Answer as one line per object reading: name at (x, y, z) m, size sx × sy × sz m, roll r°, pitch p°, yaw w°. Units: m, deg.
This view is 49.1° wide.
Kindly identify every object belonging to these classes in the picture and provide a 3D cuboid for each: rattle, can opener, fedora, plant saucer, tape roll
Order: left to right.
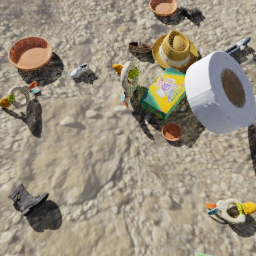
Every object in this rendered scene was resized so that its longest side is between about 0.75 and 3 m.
rattle at (-4.503, -1.349, 11.728) m, size 0.933 × 1.023 × 1.432 m, roll 40°, pitch 48°, yaw -15°
plant saucer at (-4.375, -3.329, 12.683) m, size 1.949 × 0.365 × 1.949 m, roll 0°, pitch 62°, yaw -1°
rattle at (-0.340, -1.816, 11.676) m, size 1.338 × 1.219 × 1.873 m, roll 13°, pitch 83°, yaw 14°
plant saucer at (1.782, -6.170, 14.231) m, size 1.423 × 0.266 × 1.423 m, roll 0°, pitch 62°, yaw 1°
plant saucer at (1.712, 0.168, 10.979) m, size 0.781 × 0.126 × 0.781 m, roll 0°, pitch 62°, yaw -1°
fedora at (2.150, -3.615, 12.495) m, size 2.216 × 0.904 × 2.216 m, roll 1°, pitch 63°, yaw -1°
tape roll at (3.338, -1.236, 9.969) m, size 2.868 × 1.003 × 2.868 m, roll 16°, pitch 64°, yaw -35°
rattle at (3.346, 2.671, 9.241) m, size 1.332 × 0.951 × 0.867 m, roll 18°, pitch 81°, yaw 3°
can opener at (4.985, -3.735, 12.808) m, size 1.527 × 0.511 × 0.407 m, roll -32°, pitch 67°, yaw -15°

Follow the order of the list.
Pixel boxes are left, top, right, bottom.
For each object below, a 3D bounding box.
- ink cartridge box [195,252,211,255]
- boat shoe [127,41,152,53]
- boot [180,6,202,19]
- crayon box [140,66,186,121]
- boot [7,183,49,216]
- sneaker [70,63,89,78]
ink cartridge box at (2.400, 5.113, 8.000) m, size 1.368 × 0.782 × 2.636 m, roll 10°, pitch 63°, yaw 5°
boat shoe at (0.547, -3.745, 12.864) m, size 1.170 × 0.420 × 0.443 m, roll -2°, pitch 62°, yaw -1°
boot at (3.164, -5.908, 14.104) m, size 0.828 × 0.329 × 0.951 m, roll -32°, pitch 71°, yaw -21°
crayon box at (1.597, -1.455, 11.545) m, size 1.246 × 0.611 × 2.098 m, roll 34°, pitch 67°, yaw 16°
boot at (-3.454, 2.328, 9.681) m, size 1.191 × 0.412 × 1.037 m, roll -38°, pitch 69°, yaw -15°
sneaker at (-2.132, -2.564, 12.291) m, size 0.952 × 0.337 × 0.348 m, roll -37°, pitch 68°, yaw -17°
